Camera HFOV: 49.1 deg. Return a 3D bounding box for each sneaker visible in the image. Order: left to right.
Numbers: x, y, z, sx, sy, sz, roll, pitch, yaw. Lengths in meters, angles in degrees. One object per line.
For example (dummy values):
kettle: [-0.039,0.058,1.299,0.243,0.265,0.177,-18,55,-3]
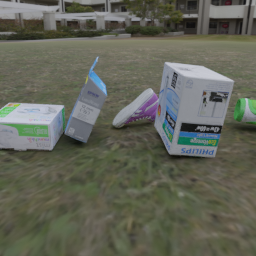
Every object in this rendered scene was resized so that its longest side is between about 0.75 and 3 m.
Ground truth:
sneaker: [0.367,-0.369,8.811,1.650,0.941,0.598,-39,26,-3]

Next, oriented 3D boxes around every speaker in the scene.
speaker: [4.194,-0.395,8.392,1.812,0.801,0.801,11,23,7]

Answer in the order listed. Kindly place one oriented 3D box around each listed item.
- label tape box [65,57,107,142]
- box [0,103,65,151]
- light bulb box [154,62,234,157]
label tape box: [-0.996,-0.827,7.626,0.675,2.043,1.464,24,15,-13]
box: [-2.711,-0.054,7.647,1.663,0.804,1.467,3,23,2]
light bulb box: [1.555,-0.532,7.212,1.204,1.930,1.913,4,21,-9]
